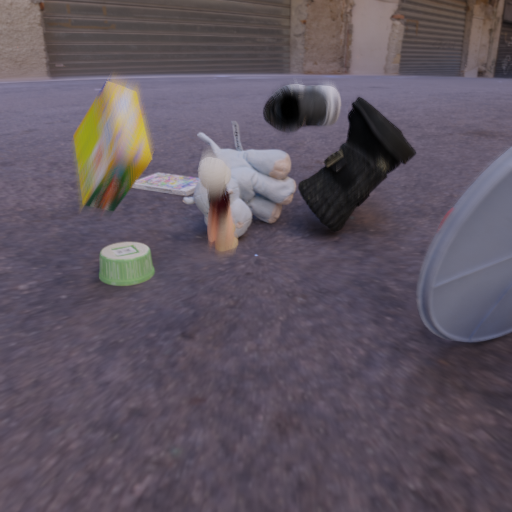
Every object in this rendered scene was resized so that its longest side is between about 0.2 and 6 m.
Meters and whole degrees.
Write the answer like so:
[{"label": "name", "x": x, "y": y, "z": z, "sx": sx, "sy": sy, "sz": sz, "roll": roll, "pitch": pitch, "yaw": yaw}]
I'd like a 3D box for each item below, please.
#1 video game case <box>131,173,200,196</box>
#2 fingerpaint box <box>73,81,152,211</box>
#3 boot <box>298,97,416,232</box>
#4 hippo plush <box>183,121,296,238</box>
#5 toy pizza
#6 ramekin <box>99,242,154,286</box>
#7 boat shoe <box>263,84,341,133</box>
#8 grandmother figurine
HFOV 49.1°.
[{"label": "video game case", "x": -2.101, "y": -1.800, "z": 13.963, "sx": 1.643, "sy": 0.148, "sz": 1.176, "roll": 11, "pitch": 25, "yaw": 25}, {"label": "fingerpaint box", "x": -2.141, "y": -1.601, "z": 8.253, "sx": 0.529, "sy": 1.202, "sz": 1.441, "roll": 11, "pitch": 48, "yaw": -39}, {"label": "boot", "x": 1.831, "y": -1.904, "z": 11.214, "sx": 1.094, "sy": 2.174, "sz": 2.908, "roll": 37, "pitch": 22, "yaw": -16}, {"label": "hippo plush", "x": -0.303, "y": -1.295, "z": 10.532, "sx": 1.717, "sy": 2.155, "sz": 1.733, "roll": -12, "pitch": 24, "yaw": 28}, {"label": "toy pizza", "x": 3.063, "y": -0.269, "z": 6.304, "sx": 3.114, "sy": 3.114, "sz": 0.493, "roll": -10, "pitch": 40, "yaw": -22}, {"label": "ramekin", "x": -2.085, "y": 0.104, "z": 8.967, "sx": 0.878, "sy": 0.429, "sz": 0.878, "roll": 0, "pitch": 22, "yaw": 0}, {"label": "boat shoe", "x": 0.689, "y": -3.065, "z": 11.563, "sx": 0.828, "sy": 1.004, "sz": 2.925, "roll": -9, "pitch": 13, "yaw": -20}, {"label": "grandmother figurine", "x": -0.454, "y": -0.615, "z": 6.698, "sx": 0.418, "sy": 1.382, "sz": 0.838, "roll": -16, "pitch": 54, "yaw": -6}]
